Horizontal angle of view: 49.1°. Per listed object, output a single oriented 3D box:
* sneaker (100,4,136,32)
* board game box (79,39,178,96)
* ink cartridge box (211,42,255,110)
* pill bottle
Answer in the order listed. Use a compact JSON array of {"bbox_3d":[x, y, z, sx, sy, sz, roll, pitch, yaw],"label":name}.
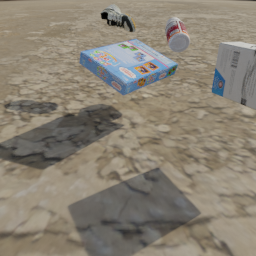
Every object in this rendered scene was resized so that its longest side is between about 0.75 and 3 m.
[{"bbox_3d":[-0.400,-4.088,10.797,0.755,0.652,1.723,-34,58,-16],"label":"sneaker"},{"bbox_3d":[0.076,-2.016,8.771,1.924,0.466,2.544,39,43,24],"label":"board game box"},{"bbox_3d":[2.894,-1.198,6.435,0.732,1.268,1.748,-12,30,-28],"label":"ink cartridge box"},{"bbox_3d":[1.778,-3.456,10.264,0.769,0.769,1.362,-1,49,-2],"label":"pill bottle"}]
